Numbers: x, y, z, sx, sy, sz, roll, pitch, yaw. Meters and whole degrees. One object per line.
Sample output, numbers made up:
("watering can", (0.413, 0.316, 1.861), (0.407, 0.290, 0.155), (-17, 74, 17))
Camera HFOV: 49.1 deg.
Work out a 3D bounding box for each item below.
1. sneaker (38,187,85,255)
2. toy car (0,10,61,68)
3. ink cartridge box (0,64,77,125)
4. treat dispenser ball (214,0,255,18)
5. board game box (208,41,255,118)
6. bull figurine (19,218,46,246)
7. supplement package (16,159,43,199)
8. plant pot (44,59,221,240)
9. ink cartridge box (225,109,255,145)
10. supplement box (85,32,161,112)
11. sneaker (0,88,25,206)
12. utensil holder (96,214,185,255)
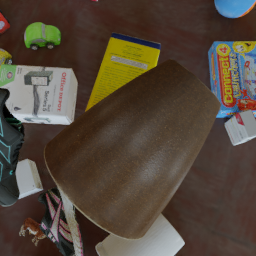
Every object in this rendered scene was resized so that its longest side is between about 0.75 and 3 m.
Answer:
("sneaker", (-1.705, 2.550, 7.063), (0.963, 0.896, 2.231), (-14, 63, -9))
("toy car", (-3.404, -2.833, 8.612), (2.588, 0.613, 2.750), (-7, 75, -2))
("ink cartridge box", (-2.569, -0.936, 7.980), (2.028, 0.852, 1.476), (3, 75, 1))
("treat dispenser ball", (3.320, -4.060, 8.627), (1.259, 1.259, 1.259), (0, 75, 0))
("board game box", (3.590, -1.436, 8.234), (2.159, 0.616, 2.205), (-1, 75, -1))
("bull figurine", (-2.376, 2.690, 7.278), (0.880, 0.287, 0.534), (25, 48, 13))
("supplement package", (-2.983, 1.437, 7.481), (1.083, 0.601, 0.844), (-21, 76, -6))
("plant pot", (0.281, 0.131, 4.907), (2.365, 2.365, 2.531), (44, 99, 10))
("ink cartridge box", (3.122, 0.000, 7.675), (0.405, 0.978, 0.713), (-16, 76, -7))
("supplement box", (-0.106, -1.036, 7.727), (1.398, 1.389, 2.553), (15, 76, 4))
("sneaker", (-2.482, 0.436, 5.475), (1.045, 2.637, 0.994), (-17, 32, -16))
("utensil holder", (0.302, 2.818, 6.707), (1.666, 1.416, 1.416), (-40, 79, -11))
